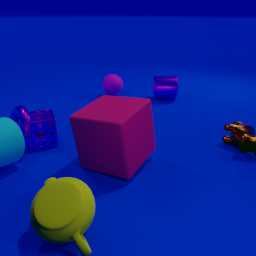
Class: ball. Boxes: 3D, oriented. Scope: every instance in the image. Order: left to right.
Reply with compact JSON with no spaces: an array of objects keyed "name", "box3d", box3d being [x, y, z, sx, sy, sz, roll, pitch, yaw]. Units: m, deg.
[{"name":"ball","box3d":[-0.655,-1.832,11.863,0.858,0.858,0.858,0,24,0]}]

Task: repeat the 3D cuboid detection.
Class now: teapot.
[{"name":"teapot","box3d":[-1.074,1.378,4.745,1.071,0.843,1.723,-31,55,-13]}]

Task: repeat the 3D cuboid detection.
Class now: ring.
[{"name":"ring","box3d":[-2.856,0.039,7.321,0.256,1.279,1.279,3,17,-39]}]

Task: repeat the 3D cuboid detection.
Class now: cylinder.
[{"name":"cylinder","box3d":[-3.153,0.397,6.358,1.109,1.109,1.109,14,19,28]},{"name":"cylinder","box3d":[1.510,-1.649,11.465,0.940,0.940,0.940,1,24,2]}]

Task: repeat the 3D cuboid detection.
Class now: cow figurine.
[{"name":"cow figurine","box3d":[3.213,0.259,7.583,1.245,0.695,1.265,20,25,40]}]

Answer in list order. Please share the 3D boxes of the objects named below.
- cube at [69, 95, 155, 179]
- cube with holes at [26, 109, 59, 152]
[{"name":"cube","box3d":[-0.302,0.141,6.608,1.385,1.385,1.385,8,30,30]},{"name":"cube with holes","box3d":[-2.455,0.040,7.803,0.835,0.835,0.835,-9,25,-19]}]
